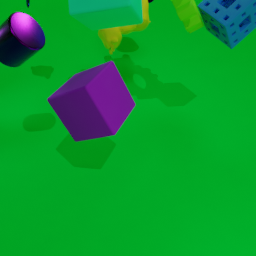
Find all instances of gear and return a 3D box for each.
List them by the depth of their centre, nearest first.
[{"bbox_3d":[1.175,-3.197,6.463,0.364,1.970,1.970,-23,37,23],"label":"gear"}]

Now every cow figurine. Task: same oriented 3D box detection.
[{"bbox_3d":[-0.094,-3.191,8.814,1.697,1.670,0.932,-3,1,-14],"label":"cow figurine"}]

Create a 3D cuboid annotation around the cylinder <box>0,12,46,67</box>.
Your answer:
[{"bbox_3d":[-2.001,-1.579,5.067,0.725,0.725,0.725,-23,32,34],"label":"cylinder"}]

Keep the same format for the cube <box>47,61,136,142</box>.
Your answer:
[{"bbox_3d":[-0.650,-0.483,5.281,1.015,1.015,1.015,-11,31,35],"label":"cube"}]

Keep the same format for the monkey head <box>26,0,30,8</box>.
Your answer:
[{"bbox_3d":[-2.489,-3.607,6.805,0.800,1.327,0.955,-13,42,3],"label":"monkey head"}]

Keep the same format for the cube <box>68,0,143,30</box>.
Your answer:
[{"bbox_3d":[-0.472,-3.089,6.248,1.336,1.336,1.336,-3,4,14],"label":"cube"}]

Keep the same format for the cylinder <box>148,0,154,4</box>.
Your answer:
[{"bbox_3d":[0.414,-4.732,9.601,0.997,0.997,0.997,-15,20,-16],"label":"cylinder"}]

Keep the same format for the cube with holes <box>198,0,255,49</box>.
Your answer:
[{"bbox_3d":[2.269,-2.530,6.194,0.896,0.896,0.896,-42,59,10],"label":"cube with holes"}]
